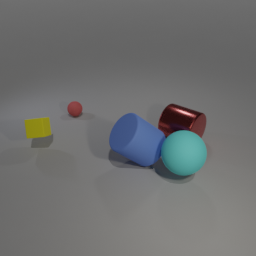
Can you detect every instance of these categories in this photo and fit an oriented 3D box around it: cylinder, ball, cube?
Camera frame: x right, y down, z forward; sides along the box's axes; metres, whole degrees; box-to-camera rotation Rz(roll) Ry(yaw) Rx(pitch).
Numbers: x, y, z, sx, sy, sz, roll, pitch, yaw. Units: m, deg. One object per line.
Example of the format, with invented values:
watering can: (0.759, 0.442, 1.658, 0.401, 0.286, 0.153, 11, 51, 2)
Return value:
cylinder: (2.135, -0.118, 11.035, 1.400, 1.400, 1.400, 23, 37, 35)
ball: (-2.478, -0.900, 13.072, 0.700, 0.700, 0.700, 0, 30, 0)
cube: (-3.387, -0.013, 10.566, 0.700, 0.700, 0.700, -5, 5, 7)
ball: (1.738, 0.777, 8.759, 1.400, 1.400, 1.400, 0, 30, 0)
cylinder: (0.322, 0.408, 9.493, 1.400, 1.400, 1.400, 32, 12, -34)
